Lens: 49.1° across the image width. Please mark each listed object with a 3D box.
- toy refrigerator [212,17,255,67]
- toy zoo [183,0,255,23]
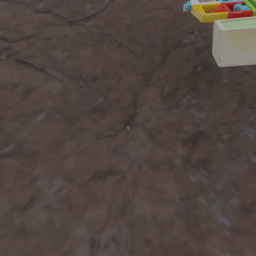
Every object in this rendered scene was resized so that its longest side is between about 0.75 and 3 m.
[{"bbox_3d":[2.975,-1.837,5.605,2.351,0.823,0.893,-2,32,8],"label":"toy refrigerator"},{"bbox_3d":[2.388,-3.066,7.056,1.993,0.204,1.307,-5,45,-1],"label":"toy zoo"}]
